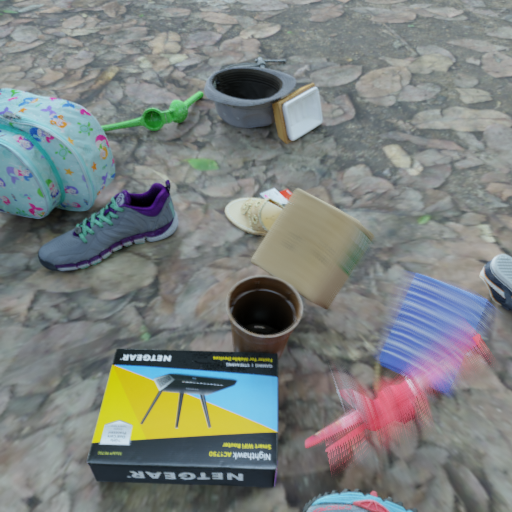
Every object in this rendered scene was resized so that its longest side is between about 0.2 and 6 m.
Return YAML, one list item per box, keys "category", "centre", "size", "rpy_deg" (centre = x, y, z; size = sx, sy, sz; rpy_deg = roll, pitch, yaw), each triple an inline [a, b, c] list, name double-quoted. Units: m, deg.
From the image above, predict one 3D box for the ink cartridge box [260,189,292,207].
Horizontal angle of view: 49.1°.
- category: "ink cartridge box"
  centre: [0.648, -1.260, 12.989]
  size: [0.789, 0.198, 0.909]
  rpy_deg: [-24, 49, -21]

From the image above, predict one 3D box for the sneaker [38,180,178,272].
- category: "sneaker"
  centre: [-3.125, -0.747, 11.653]
  size: [3.008, 1.317, 1.119]
  rpy_deg: [-23, 49, -22]

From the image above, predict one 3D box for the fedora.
- category: "fedora"
  centre: [-0.189, -4.257, 15.378]
  size: [2.523, 1.139, 2.232]
  rpy_deg: [14, 45, 17]

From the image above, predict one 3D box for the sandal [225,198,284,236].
- category: "sandal"
  centre: [0.401, -0.863, 11.979]
  size: [2.681, 0.882, 0.983]
  rpy_deg: [30, 65, 27]

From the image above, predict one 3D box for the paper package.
- category: "paper package"
  centre: [1.013, -0.127, 10.163]
  size: [1.573, 0.854, 1.650]
  rpy_deg: [34, 93, 31]

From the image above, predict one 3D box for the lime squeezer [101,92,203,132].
- category: "lime squeezer"
  centre: [-2.684, -3.971, 15.473]
  size: [3.391, 0.640, 1.197]
  rpy_deg: [-28, 51, -24]

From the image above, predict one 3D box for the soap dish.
- category: "soap dish"
  centre: [1.097, -3.827, 15.004]
  size: [0.595, 1.152, 1.465]
  rpy_deg: [20, 46, 42]

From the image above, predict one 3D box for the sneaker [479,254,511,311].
- category: "sneaker"
  centre: [5.039, 0.766, 10.635]
  size: [0.694, 0.702, 1.769]
  rpy_deg: [-36, 79, -24]

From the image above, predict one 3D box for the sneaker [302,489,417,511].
- category: "sneaker"
  centre: [1.785, 3.879, 7.143]
  size: [2.592, 1.028, 1.238]
  rpy_deg: [13, 47, 13]

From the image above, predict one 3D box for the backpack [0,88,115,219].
- category: "backpack"
  centre: [-4.663, -2.137, 12.169]
  size: [2.905, 2.578, 2.187]
  rpy_deg: [9, 46, 14]

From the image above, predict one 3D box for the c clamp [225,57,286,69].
- category: "c clamp"
  centre: [-0.010, -5.577, 17.314]
  size: [2.052, 0.325, 2.402]
  rpy_deg: [-2, 44, -2]

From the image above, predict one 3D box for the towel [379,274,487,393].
- category: "towel"
  centre: [2.965, 1.301, 9.499]
  size: [1.258, 1.738, 0.207]
  rpy_deg: [23, 5, 19]

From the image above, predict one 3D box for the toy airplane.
- category: "toy airplane"
  centre: [1.804, 2.005, 7.589]
  size: [3.077, 3.077, 0.566]
  rpy_deg: [-20, 64, -20]

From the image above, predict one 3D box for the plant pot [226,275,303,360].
- category: "plant pot"
  centre: [0.099, 1.204, 9.651]
  size: [1.264, 1.251, 1.264]
  rpy_deg: [2, 49, -3]

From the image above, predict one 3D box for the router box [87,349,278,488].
- category: "router box"
  centre: [-1.013, 2.478, 8.787]
  size: [2.719, 0.694, 2.028]
  rpy_deg: [1, 44, 1]
